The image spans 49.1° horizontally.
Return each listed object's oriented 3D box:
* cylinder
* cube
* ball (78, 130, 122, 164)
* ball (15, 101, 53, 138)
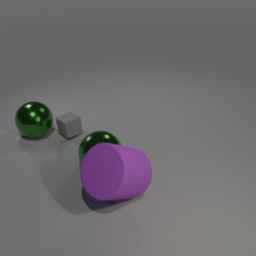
[{"bbox_3d":[-0.282,1.156,7.365,1.400,1.400,1.400,23,4,33],"label":"cylinder"},{"bbox_3d":[-2.267,-0.123,10.829,0.700,0.700,0.700,-28,38,-34],"label":"cube"},{"bbox_3d":[-0.859,0.778,8.840,1.400,1.400,1.400,0,31,0],"label":"ball"},{"bbox_3d":[-3.574,-0.319,10.689,1.400,1.400,1.400,0,31,0],"label":"ball"}]
